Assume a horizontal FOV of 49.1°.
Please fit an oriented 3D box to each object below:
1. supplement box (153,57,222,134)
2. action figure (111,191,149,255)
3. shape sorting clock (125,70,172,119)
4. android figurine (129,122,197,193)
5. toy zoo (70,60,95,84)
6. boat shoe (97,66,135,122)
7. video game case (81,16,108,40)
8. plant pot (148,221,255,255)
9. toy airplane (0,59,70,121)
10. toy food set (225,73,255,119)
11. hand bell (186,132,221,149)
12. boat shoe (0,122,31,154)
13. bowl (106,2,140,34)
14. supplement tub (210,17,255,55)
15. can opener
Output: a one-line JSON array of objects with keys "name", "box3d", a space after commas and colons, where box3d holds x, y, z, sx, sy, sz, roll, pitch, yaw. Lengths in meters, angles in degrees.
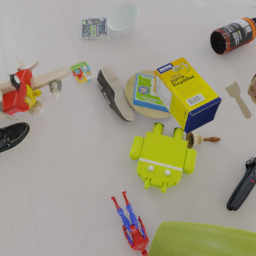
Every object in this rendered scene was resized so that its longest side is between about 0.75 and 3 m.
[{"name": "supplement box", "box3d": [1.309, -0.768, 6.458, 0.809, 0.804, 1.477, -26, 62, -12]}, {"name": "action figure", "box3d": [0.131, 3.056, 8.816, 0.677, 0.535, 2.068, -23, 70, -6]}, {"name": "shape sorting clock", "box3d": [0.994, -1.334, 10.990, 2.256, 0.443, 2.256, 7, 57, -11]}, {"name": "android figurine", "box3d": [1.202, 1.025, 9.848, 2.300, 0.519, 2.527, 15, 62, 7]}, {"name": "toy zoo", "box3d": [-1.883, -2.310, 11.751, 0.744, 0.116, 1.134, -26, 66, -13]}, {"name": "boat shoe", "box3d": [-0.508, -1.235, 10.973, 0.864, 0.737, 2.586, -7, 62, -41]}, {"name": "video game case", "box3d": [-1.538, -4.643, 12.916, 1.242, 0.160, 1.366, -3, 63, -1]}, {"name": "plant pot", "box3d": [2.082, 3.712, 7.556, 2.881, 2.695, 2.695, 15, 63, 24]}, {"name": "toy airplane", "box3d": [-3.830, -1.369, 10.498, 2.812, 1.984, 2.800, 8, 44, 44]}, {"name": "toy food set", "box3d": [4.367, -1.304, 8.149, 2.581, 1.782, 0.518, -36, 31, 15]}, {"name": "hand bell", "box3d": [2.813, 0.412, 10.220, 1.242, 0.646, 0.646, -1, 62, -15]}, {"name": "boat shoe", "box3d": [-4.617, 0.405, 10.003, 2.310, 0.766, 0.863, -28, 66, -14]}, {"name": "bowl", "box3d": [-0.134, -4.789, 12.582, 1.558, 0.700, 1.558, -7, 66, 17]}, {"name": "supplement tub", "box3d": [4.696, -4.026, 12.062, 2.132, 1.140, 1.140, -26, 66, -14]}, {"name": "can opener", "box3d": [4.045, 1.790, 9.314, 0.928, 0.748, 2.360, 39, 69, 17]}]
